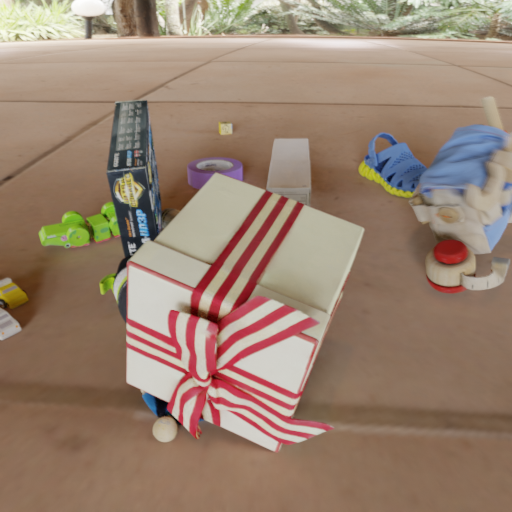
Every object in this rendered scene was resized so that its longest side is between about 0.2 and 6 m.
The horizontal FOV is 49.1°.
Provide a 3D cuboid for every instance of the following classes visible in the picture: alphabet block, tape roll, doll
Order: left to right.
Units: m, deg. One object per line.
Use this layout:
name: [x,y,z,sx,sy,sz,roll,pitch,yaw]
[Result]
doll: [-0.852,1.521,6.171,0.864,0.307,1.266,13,35,4]
tape roll: [-0.949,-1.909,12.946,1.261,0.414,1.261,0,27,0]
alphabet block: [-0.931,-3.874,16.971,0.351,0.343,0.345,-7,25,-12]

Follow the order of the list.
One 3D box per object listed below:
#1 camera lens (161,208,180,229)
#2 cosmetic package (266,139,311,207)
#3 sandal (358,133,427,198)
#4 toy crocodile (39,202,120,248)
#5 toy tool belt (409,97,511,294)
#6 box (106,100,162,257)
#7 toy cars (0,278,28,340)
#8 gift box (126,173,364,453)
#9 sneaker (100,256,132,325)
camera lens: [-1.501,-0.640,10.388,0.529,0.423,0.423,23,34,39]
cosmetic package: [0.626,-1.230,10.623,0.781,1.273,3.084,2,26,3]
sandal: [3.161,-2.028,12.490,0.973,1.066,2.449,-12,31,-26]
toy crocodile: [-2.834,-0.477,9.896,1.897,0.586,0.640,-16,40,-26]
toy tool belt: [3.245,-1.063,8.619,1.887,1.857,3.022,9,43,32]
box: [-1.861,-1.082,8.890,0.567,1.958,2.463,-6,38,-6]
toy cars: [-3.594,0.672,7.864,0.661,0.327,1.475,-6,27,-12]
gift box: [-0.019,0.590,5.636,2.210,2.039,2.063,19,42,15]
sneaker: [-0.456,0.038,8.082,3.512,1.259,1.454,-12,29,-22]
